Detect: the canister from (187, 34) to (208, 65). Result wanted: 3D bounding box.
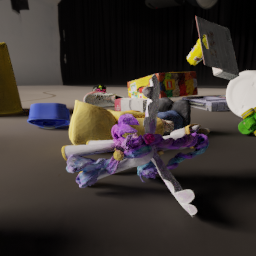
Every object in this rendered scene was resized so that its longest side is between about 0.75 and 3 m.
[{"bbox_3d":[2.590,-2.766,9.650,0.872,0.508,1.174,-42,-5,-18],"label":"canister"}]

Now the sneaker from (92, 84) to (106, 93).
[{"bbox_3d":[-1.386,-1.746,14.145,0.783,0.929,2.123,-4,11,-19],"label":"sneaker"}]

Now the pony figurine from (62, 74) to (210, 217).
[{"bbox_3d":[0.149,0.225,3.085,1.589,1.323,1.534,-13,-2,12],"label":"pony figurine"}]

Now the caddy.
[{"bbox_3d":[-1.952,-0.258,7.015,1.088,0.571,0.769,-1,-13,-1],"label":"caddy"}]

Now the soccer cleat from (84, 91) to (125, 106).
[{"bbox_3d":[-1.007,-1.263,12.297,1.987,0.682,0.846,-3,6,-42],"label":"soccer cleat"}]

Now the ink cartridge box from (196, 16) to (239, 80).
[{"bbox_3d":[1.486,-1.366,4.838,0.852,0.981,0.214,7,-22,-29],"label":"ink cartridge box"}]

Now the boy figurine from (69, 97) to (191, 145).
[{"bbox_3d":[-0.009,-0.153,5.550,2.749,0.886,1.709,-5,14,-40],"label":"boy figurine"}]

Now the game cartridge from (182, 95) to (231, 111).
[{"bbox_3d":[3.644,-1.108,11.882,1.785,0.529,2.754,-8,12,-11],"label":"game cartridge"}]

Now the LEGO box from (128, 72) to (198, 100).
[{"bbox_3d":[1.560,-1.888,13.238,2.087,1.081,2.803,-8,5,-26],"label":"LEGO box"}]

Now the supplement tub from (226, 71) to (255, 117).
[{"bbox_3d":[4.445,-1.125,9.146,2.265,1.495,1.495,-7,13,-36],"label":"supplement tub"}]

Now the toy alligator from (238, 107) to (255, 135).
[{"bbox_3d":[2.969,-0.131,6.475,1.966,0.583,0.533,-12,-25,-50],"label":"toy alligator"}]

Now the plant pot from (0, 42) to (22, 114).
[{"bbox_3d":[-5.485,-1.540,9.748,2.410,2.410,2.125,9,25,40],"label":"plant pot"}]

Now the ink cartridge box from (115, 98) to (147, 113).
[{"bbox_3d":[0.206,-0.853,10.447,1.165,0.482,0.853,5,11,25],"label":"ink cartridge box"}]
